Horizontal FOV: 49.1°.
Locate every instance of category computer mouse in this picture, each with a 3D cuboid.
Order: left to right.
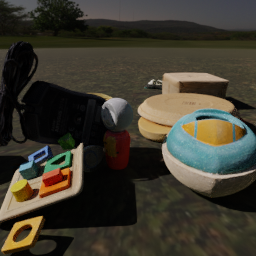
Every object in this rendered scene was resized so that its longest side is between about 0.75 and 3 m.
[{"bbox_3d":[-1.357,-0.321,5.533,2.685,1.859,0.708,21,-12,-42],"label":"computer mouse"}]

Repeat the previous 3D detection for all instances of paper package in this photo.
[{"bbox_3d":[2.429,-1.429,10.428,1.910,1.037,2.004,-3,18,-7],"label":"paper package"}]

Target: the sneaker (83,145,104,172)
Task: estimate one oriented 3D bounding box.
[{"bbox_3d":[-1.076,0.624,5.367,1.427,0.532,0.621,-17,21,-41],"label":"sneaker"}]

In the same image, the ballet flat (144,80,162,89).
[{"bbox_3d":[1.331,-2.061,13.189,1.219,0.417,0.414,9,22,24],"label":"ballet flat"}]

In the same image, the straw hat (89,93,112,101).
[{"bbox_3d":[-1.080,-0.803,9.480,1.135,0.480,1.135,5,24,-2],"label":"straw hat"}]

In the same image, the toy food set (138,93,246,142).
[{"bbox_3d":[1.715,-0.375,7.898,2.876,0.707,2.905,0,19,1],"label":"toy food set"}]

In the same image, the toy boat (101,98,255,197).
[{"bbox_3d":[0.951,0.184,5.246,2.990,1.390,2.514,3,20,8],"label":"toy boat"}]

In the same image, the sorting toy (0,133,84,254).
[{"bbox_3d":[-1.332,0.750,4.300,1.381,0.334,2.452,-24,27,3],"label":"sorting toy"}]
